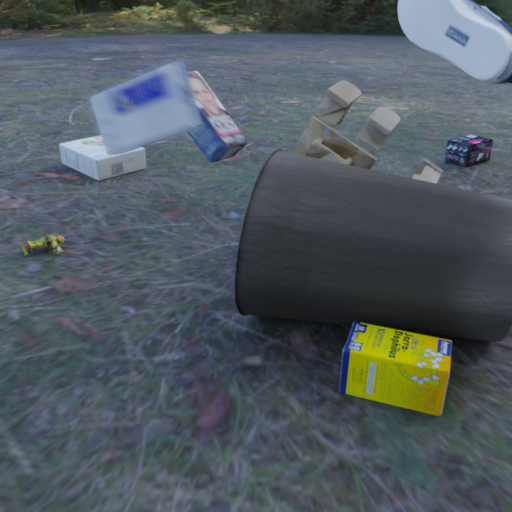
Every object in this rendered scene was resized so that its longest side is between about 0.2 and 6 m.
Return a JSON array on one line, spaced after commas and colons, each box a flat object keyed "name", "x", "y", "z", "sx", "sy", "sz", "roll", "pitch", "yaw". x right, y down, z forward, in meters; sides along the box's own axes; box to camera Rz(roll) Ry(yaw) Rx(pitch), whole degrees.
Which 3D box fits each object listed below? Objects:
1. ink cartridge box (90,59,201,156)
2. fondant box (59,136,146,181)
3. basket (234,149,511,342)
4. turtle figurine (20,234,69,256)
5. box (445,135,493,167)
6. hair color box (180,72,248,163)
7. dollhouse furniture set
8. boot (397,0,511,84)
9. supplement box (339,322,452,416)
[{"name": "ink cartridge box", "x": -1.472, "y": -2.019, "z": 7.744, "sx": 1.764, "sy": 0.877, "sz": 0.346, "roll": -8, "pitch": 11, "yaw": 33}, {"name": "fondant box", "x": -4.037, "y": -2.626, "z": 14.733, "sx": 1.430, "sy": 0.577, "sz": 1.982, "roll": -23, "pitch": 36, "yaw": -38}, {"name": "basket", "x": 1.778, "y": -0.068, "z": 7.951, "sx": 3.476, "sy": 2.364, "sz": 3.134, "roll": 10, "pitch": 25, "yaw": 12}, {"name": "turtle figurine", "x": -3.871, "y": -0.223, "z": 10.310, "sx": 0.799, "sy": 0.319, "sz": 0.991, "roll": -16, "pitch": 31, "yaw": -28}, {"name": "box", "x": 5.726, "y": -2.837, "z": 15.104, "sx": 1.077, "sy": 0.618, "sz": 0.712, "roll": -17, "pitch": 30, "yaw": -32}, {"name": "hair color box", "x": -1.073, "y": -2.853, "z": 11.416, "sx": 1.861, "sy": 0.563, "sz": 0.931, "roll": 54, "pitch": 33, "yaw": 3}, {"name": "dollhouse furniture set", "x": 2.112, "y": -1.739, "z": 11.125, "sx": 2.706, "sy": 2.486, "sz": 1.761, "roll": 36, "pitch": 36, "yaw": 6}, {"name": "boot", "x": 3.624, "y": -3.746, "z": 9.553, "sx": 1.274, "sy": 1.026, "sz": 2.819, "roll": -1, "pitch": 47, "yaw": -33}, {"name": "supplement box", "x": 1.698, "y": 1.352, "z": 6.836, "sx": 1.223, "sy": 0.670, "sz": 0.666, "roll": 10, "pitch": 29, "yaw": 17}]
